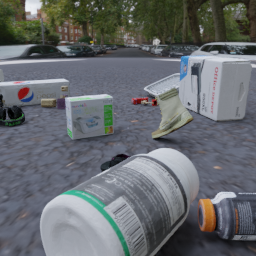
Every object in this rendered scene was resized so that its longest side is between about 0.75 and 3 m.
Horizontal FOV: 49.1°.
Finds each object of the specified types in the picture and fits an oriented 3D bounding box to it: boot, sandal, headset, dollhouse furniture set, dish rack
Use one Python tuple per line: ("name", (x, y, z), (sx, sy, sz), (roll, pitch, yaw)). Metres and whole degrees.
("boot", (0.985, -0.370, 7.516), (0.488, 1.048, 1.355), (-20, -9, -47))
("sandal", (-0.051, 0.696, 6.075), (1.192, 0.285, 0.448), (-8, 19, -25))
("headset", (-4.075, -0.574, 9.439), (0.957, 0.728, 1.550), (-11, 32, -34))
("dollhouse furniture set", (-2.975, -1.249, 11.714), (1.183, 0.937, 0.839), (1, 2, 12))
("dish rack", (2.000, -1.924, 13.344), (2.060, 0.522, 2.400), (-26, 21, -6))

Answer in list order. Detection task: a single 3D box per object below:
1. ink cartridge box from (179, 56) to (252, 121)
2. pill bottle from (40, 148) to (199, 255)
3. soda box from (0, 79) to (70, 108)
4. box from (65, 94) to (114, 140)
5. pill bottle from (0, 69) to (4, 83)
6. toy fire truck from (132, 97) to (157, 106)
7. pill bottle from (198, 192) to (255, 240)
("ink cartridge box", (3.088, -1.598, 10.519), (1.191, 2.044, 2.828), (-5, 18, -17))
("pill bottle", (0.061, 1.013, 3.576), (1.168, 1.168, 2.065), (12, 20, 34))
("soda box", (-4.104, -1.575, 12.312), (2.951, 0.939, 1.005), (-9, 19, -26))
("box", (-1.095, -0.351, 8.061), (1.260, 1.112, 0.609), (-7, 18, -24))
("pill bottle", (-8.233, -2.776, 15.576), (2.311, 1.282, 1.282), (-3, 17, -10))
("toy fire truck", (0.697, -1.129, 12.047), (0.995, 0.243, 0.702), (-3, 17, -11))
("pill bottle", (1.591, 1.201, 3.843), (1.204, 0.639, 0.639), (1, 17, 1))
